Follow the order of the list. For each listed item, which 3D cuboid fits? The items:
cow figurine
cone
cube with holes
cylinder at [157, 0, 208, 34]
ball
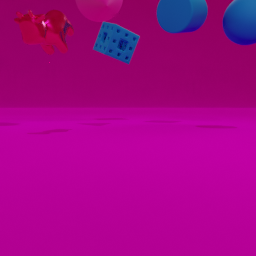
[{"bbox_3d":[-1.494,-1.860,5.128,0.616,1.122,1.104,1,-32,20],"label":"cow figurine"},{"bbox_3d":[-0.612,-3.115,6.857,1.273,1.273,1.278,-1,33,-14],"label":"cone"},{"bbox_3d":[-0.459,-3.233,10.644,1.107,1.107,1.107,14,15,-36],"label":"cube with holes"},{"bbox_3d":[1.627,-3.456,8.375,1.159,1.159,1.159,3,19,36],"label":"cylinder"},{"bbox_3d":[2.707,-2.435,6.330,1.087,1.087,1.087,0,4,0],"label":"ball"}]
